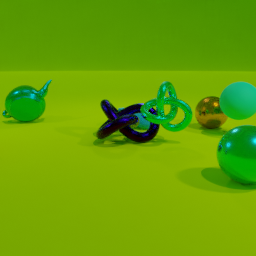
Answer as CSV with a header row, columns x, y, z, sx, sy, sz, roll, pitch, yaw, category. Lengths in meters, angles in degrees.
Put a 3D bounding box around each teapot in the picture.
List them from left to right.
x,y,z,sx,sy,sz,roll,pitch,yaw,category
-3.384,-0.923,9.419,2.067,1.285,1.012,-31,42,7,teapot

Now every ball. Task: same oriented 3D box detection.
x,y,z,sx,sy,sz,roll,pitch,yaw,category
2.568,-0.477,8.609,1.008,1.008,1.008,0,13,0,ball
2.929,-0.707,7.356,1.000,1.000,1.000,0,13,0,ball
1.964,0.432,4.623,0.966,0.966,0.966,0,13,0,ball

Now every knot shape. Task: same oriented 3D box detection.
x,y,z,sx,sy,sz,roll,pitch,yaw,category
-0.158,-0.150,7.119,1.718,0.794,1.608,19,28,25,knot shape
1.002,-0.412,6.731,1.236,1.157,0.571,-51,6,-21,knot shape

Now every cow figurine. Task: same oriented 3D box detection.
x,y,z,sx,sy,sz,roll,pitch,yaw,category
0.195,-0.283,8.614,1.112,0.620,1.130,-11,28,-36,cow figurine
